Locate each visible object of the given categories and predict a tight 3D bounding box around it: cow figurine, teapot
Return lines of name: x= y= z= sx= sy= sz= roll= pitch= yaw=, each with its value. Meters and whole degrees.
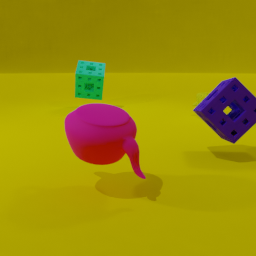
cow figurine: x=2.655 y=-0.730 z=9.448 sx=0.655 sy=1.194 sz=1.175 roll=-4 pitch=-22 yaw=-4
teapot: x=-0.343 y=0.148 z=3.840 sx=1.564 sy=0.766 sz=0.973 roll=26 pitch=31 yaw=32

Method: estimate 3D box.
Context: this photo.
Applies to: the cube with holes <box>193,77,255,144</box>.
cube with holes: x=1.905 y=-0.337 z=5.347 sx=0.840 sy=0.840 sz=0.840 roll=44 pitch=6 yaw=-1

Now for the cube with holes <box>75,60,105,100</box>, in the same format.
cube with holes: x=-1.587 y=-2.006 z=11.776 sx=1.139 sy=1.139 sz=1.139 roll=5 pitch=40 yaw=-6
